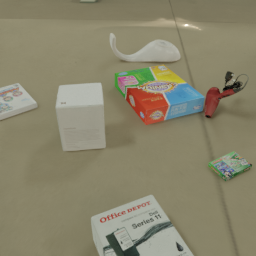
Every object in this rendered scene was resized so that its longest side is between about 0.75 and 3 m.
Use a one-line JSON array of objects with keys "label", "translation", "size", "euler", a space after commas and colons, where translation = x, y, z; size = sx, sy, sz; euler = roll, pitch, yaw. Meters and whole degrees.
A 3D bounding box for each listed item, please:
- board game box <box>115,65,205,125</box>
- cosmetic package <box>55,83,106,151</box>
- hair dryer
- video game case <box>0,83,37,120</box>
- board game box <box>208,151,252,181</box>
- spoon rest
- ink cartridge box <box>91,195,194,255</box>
[{"label": "board game box", "translation": [0.860, -1.125, 8.580], "size": [1.859, 0.490, 2.429], "euler": [-14, 39, -18]}, {"label": "cosmetic package", "translation": [-1.101, -0.269, 6.756], "size": [1.054, 1.267, 1.060], "euler": [-4, 37, -5]}, {"label": "hair dryer", "translation": [2.541, -0.933, 7.703], "size": [0.404, 1.487, 1.132], "euler": [29, 15, -11]}, {"label": "video game case", "translation": [-3.807, -0.744, 8.303], "size": [1.727, 0.205, 1.572], "euler": [-23, 42, -29]}, {"label": "board game box", "translation": [2.273, 0.833, 6.237], "size": [0.797, 0.116, 0.537], "euler": [-19, 40, -24]}, {"label": "spoon rest", "translation": [0.681, -3.058, 11.109], "size": [2.949, 0.894, 1.465], "euler": [4, 36, -17]}, {"label": "ink cartridge box", "translation": [0.232, 1.939, 4.256], "size": [1.178, 0.667, 1.606], "euler": [-16, 39, -20]}]
